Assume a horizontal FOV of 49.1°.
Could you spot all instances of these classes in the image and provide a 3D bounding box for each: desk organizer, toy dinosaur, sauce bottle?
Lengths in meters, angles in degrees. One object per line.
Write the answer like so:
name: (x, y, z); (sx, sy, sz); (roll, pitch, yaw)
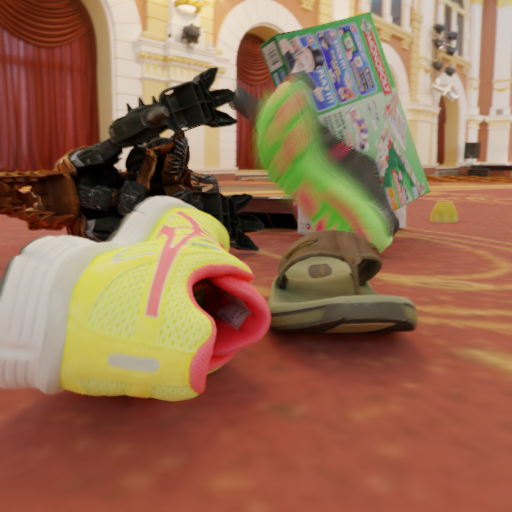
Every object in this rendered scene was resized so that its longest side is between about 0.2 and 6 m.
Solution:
desk organizer: (0.026, -0.928, 12.221); (1.863, 0.717, 0.668); (3, 10, 19)
toy dinosaur: (-2.103, -0.955, 9.336); (3.777, 2.843, 5.566); (-12, 22, 29)
sauce bottle: (0.444, -2.722, 11.741); (2.327, 0.768, 0.768); (37, 17, 7)

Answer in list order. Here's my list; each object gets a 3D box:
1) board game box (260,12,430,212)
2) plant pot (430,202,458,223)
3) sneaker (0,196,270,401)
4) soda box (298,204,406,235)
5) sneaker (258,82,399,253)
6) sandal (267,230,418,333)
board game box: (1.771, -2.449, 10.391); (2.456, 3.650, 0.531); (-27, 10, -32)
plant pot: (4.728, -1.108, 14.055); (0.689, 0.489, 0.689); (0, 10, 0)
sneaker: (-0.515, 0.315, 4.077); (1.328, 1.149, 2.940); (11, 16, 8)
soda box: (2.068, -0.938, 11.807); (2.561, 0.872, 0.815); (-8, 12, -37)
sneaker: (1.122, -1.366, 8.999); (1.354, 3.233, 1.241); (-13, -21, -46)
sandal: (0.648, 0.140, 5.318); (1.168, 0.839, 2.940); (0, 9, -2)
